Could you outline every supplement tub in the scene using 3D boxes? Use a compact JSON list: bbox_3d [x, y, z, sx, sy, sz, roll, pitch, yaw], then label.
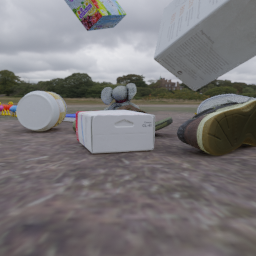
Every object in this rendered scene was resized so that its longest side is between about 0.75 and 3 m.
[{"bbox_3d":[-2.343,-0.473,7.700,1.074,1.074,1.488,0,6,0],"label":"supplement tub"}]

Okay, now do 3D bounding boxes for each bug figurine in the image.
[{"bbox_3d":[-6.470,-0.970,14.419,2.237,0.742,2.885,-6,8,-44],"label":"bug figurine"}]

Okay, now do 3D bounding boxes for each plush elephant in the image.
[{"bbox_3d":[-0.292,-1.168,12.274,1.647,1.549,2.000,0,6,5],"label":"plush elephant"}]

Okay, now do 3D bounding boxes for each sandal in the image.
[{"bbox_3d":[-0.193,-0.210,6.827,2.533,0.723,1.006,1,6,14],"label":"sandal"}]

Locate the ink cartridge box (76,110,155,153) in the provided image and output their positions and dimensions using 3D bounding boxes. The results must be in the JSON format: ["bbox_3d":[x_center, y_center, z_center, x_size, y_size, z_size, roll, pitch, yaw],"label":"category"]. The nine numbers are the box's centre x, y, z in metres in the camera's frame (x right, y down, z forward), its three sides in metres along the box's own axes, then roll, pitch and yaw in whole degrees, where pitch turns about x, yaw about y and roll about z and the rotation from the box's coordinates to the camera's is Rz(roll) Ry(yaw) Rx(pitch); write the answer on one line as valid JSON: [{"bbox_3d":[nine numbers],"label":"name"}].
[{"bbox_3d":[-0.302,0.011,5.069,1.091,0.633,1.478,-2,8,-18],"label":"ink cartridge box"}]

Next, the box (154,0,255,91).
[{"bbox_3d":[2.303,-2.740,6.873,1.582,2.265,2.974,32,-38,-25],"label":"box"}]

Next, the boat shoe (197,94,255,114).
[{"bbox_3d":[2.910,-0.197,6.399,2.592,0.958,1.105,11,11,11],"label":"boat shoe"}]

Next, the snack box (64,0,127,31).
[{"bbox_3d":[-0.871,-2.857,5.943,0.519,1.532,1.292,-34,5,30],"label":"snack box"}]

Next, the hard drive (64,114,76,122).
[{"bbox_3d":[-1.551,-0.385,10.911,2.070,0.263,1.366,4,7,36],"label":"hard drive"}]

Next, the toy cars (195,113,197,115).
[{"bbox_3d":[3.677,-0.654,14.026,0.428,0.211,0.954,6,5,36],"label":"toy cars"}]

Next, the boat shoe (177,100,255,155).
[{"bbox_3d":[1.825,-0.088,4.958,2.427,0.867,0.798,-11,16,-41],"label":"boat shoe"}]
